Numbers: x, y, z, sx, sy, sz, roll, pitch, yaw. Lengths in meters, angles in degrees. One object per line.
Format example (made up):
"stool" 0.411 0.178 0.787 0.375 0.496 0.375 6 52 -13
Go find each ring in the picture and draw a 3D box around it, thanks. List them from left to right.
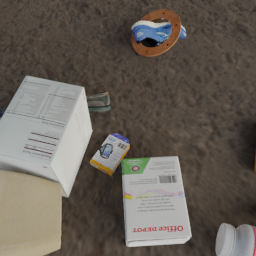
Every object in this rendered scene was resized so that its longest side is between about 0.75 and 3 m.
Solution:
"ring" 1.260 -4.266 12.646 2.382 0.229 2.382 -9 68 24

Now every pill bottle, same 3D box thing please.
"pill bottle" 3.663 3.408 7.743 2.225 1.210 1.210 14 59 8

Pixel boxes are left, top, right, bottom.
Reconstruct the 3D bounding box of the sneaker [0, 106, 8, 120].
"sneaker" -4.110 -0.134 10.259 0.940 0.799 2.147 -32 63 -24

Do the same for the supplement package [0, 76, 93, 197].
"supplement package" -2.552 0.327 8.870 1.980 2.574 2.692 12 58 7

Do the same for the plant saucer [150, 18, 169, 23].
"plant saucer" 1.553 -5.341 13.890 1.155 0.170 1.155 0 57 0

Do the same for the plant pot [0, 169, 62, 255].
"plant pot" -2.869 2.541 7.867 1.970 2.222 2.225 1 57 -14

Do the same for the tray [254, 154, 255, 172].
"tray" 5.142 0.697 9.951 1.048 0.393 2.125 14 58 9

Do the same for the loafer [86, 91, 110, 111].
"loafer" -1.860 -1.101 10.699 2.394 0.753 0.860 3 22 2

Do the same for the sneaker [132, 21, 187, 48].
"sneaker" 1.446 -4.129 12.764 2.576 1.012 1.149 -4 86 -13

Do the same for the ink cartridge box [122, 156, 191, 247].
"ink cartridge box" 0.764 2.223 8.579 1.810 1.049 2.499 -3 58 -2

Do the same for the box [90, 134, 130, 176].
"box" -0.580 0.874 9.898 0.868 0.302 1.458 27 59 16
